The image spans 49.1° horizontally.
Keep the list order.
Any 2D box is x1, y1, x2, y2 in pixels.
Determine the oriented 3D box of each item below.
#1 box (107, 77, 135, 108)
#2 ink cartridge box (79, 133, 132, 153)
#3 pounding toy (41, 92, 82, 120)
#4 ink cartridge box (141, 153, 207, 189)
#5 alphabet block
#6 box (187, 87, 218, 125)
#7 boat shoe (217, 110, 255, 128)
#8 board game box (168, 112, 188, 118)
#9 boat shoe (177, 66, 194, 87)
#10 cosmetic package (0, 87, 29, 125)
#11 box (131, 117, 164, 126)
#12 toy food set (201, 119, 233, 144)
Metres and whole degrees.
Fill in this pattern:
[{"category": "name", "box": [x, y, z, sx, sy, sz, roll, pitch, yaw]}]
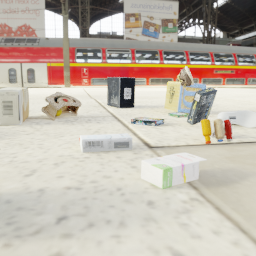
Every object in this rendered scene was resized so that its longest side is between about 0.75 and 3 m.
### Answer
[{"category": "box", "box": [-0.458, -2.225, 17.360, 1.141, 1.842, 1.810, -4, 11, -29]}, {"category": "ink cartridge box", "box": [-0.683, 0.283, 7.790, 1.304, 0.385, 1.629, -3, 12, -13]}, {"category": "pounding toy", "box": [-3.098, -0.804, 13.167, 1.335, 1.340, 2.335, 29, 24, 3]}, {"category": "ink cartridge box", "box": [0.868, 0.762, 5.211, 1.104, 0.372, 0.647, -7, 12, -32]}, {"category": "alphabet block", "box": [2.928, -1.589, 14.481, 1.515, 1.523, 1.551, 5, 8, -18]}, {"category": "box", "box": [2.752, -0.810, 10.418, 1.011, 1.283, 0.327, -19, 42, -37]}, {"category": "boat shoe", "box": [4.388, -0.374, 10.861, 0.609, 0.645, 1.798, -9, 7, -36]}, {"category": "board game box", "box": [2.399, -0.625, 13.424, 0.592, 0.128, 0.879, -4, 11, -22]}, {"category": "boat shoe", "box": [1.836, -1.600, 9.000, 0.425, 0.513, 1.428, -19, -7, 15]}, {"category": "cosmetic package", "box": [-4.899, -1.008, 12.003, 0.973, 1.439, 2.736, -1, 12, -13]}, {"category": "box", "box": [0.788, -0.270, 11.262, 1.125, 0.212, 0.768, 7, 12, 33]}, {"category": "toy food set", "box": [2.729, 0.163, 8.374, 0.732, 0.690, 1.534, -10, -13, 29]}]
